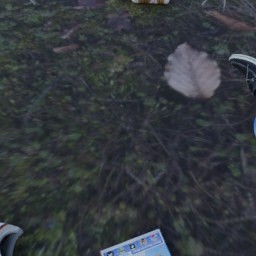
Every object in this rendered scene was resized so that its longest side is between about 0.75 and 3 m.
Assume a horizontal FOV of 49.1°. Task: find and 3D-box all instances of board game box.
[{"bbox_3d":[0.249,2.615,5.026,1.204,0.337,1.179,-16,53,-12],"label":"board game box"}]

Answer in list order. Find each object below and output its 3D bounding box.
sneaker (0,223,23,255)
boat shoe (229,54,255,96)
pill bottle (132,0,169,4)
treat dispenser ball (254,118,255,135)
[{"bbox_3d":[-2.474,2.639,4.704,0.964,0.802,2.140,-2,52,6],"label":"sneaker"},{"bbox_3d":[2.415,-0.858,5.166,0.472,0.565,1.515,-46,61,8],"label":"boat shoe"},{"bbox_3d":[0.636,-5.619,11.135,2.090,1.195,1.195,3,51,3],"label":"pill bottle"},{"bbox_3d":[3.664,-0.026,6.562,1.304,1.304,1.304,0,51,0],"label":"treat dispenser ball"}]
